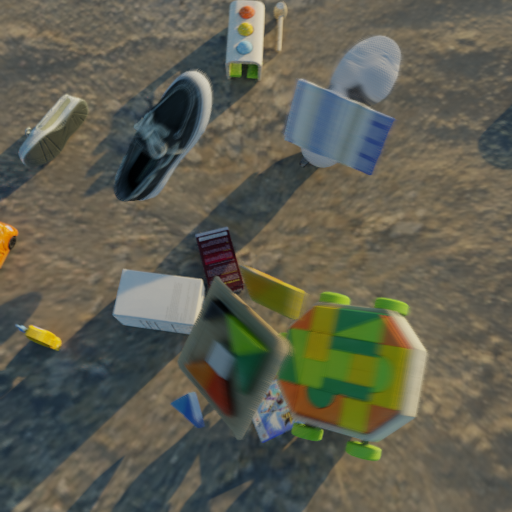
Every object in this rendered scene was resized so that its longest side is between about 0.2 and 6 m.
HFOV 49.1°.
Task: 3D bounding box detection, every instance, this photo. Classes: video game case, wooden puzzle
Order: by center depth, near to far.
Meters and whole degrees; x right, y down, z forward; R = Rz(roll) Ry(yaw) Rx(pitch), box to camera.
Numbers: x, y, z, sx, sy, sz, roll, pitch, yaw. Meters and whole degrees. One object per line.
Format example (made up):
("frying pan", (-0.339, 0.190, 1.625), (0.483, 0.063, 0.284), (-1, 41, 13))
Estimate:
("wooden puzzle", (-0.480, 1.535, 8.728), (2.121, 0.368, 3.145), (35, 113, 41))
("video game case", (0.359, 2.685, 9.911), (0.969, 0.220, 0.878), (-23, 68, -8))

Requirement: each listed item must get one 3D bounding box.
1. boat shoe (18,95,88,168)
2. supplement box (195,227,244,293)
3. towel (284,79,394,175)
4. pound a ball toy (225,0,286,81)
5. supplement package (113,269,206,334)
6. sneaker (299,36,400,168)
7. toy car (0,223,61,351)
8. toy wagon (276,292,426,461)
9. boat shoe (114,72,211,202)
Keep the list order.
("boat shoe", (-4.310, -2.631, 11.724), (0.611, 0.702, 1.905), (25, 67, 16))
("supplement box", (-0.706, 0.124, 10.818), (0.675, 0.378, 1.240), (-14, 69, -6))
("towel", (1.305, -2.102, 9.219), (1.687, 1.239, 0.201), (26, 51, 11))
("pound a ball toy", (0.014, -4.945, 12.489), (1.288, 0.839, 1.976), (3, 70, 1))
("supplement package", (-1.738, 0.862, 10.264), (1.465, 0.878, 0.889), (8, 71, 2))
("sneaker", (1.679, -2.984, 11.156), (1.073, 1.618, 2.843), (33, 87, -9))
("toy car", (-4.535, 0.359, 10.412), (2.961, 0.985, 1.452), (34, 73, 13))
("toy wagon", (1.166, 1.797, 9.108), (3.094, 0.612, 2.400), (4, 76, 42))
("boat shoe", (-1.780, -2.089, 10.064), (0.988, 0.914, 2.676), (45, 116, 7))
